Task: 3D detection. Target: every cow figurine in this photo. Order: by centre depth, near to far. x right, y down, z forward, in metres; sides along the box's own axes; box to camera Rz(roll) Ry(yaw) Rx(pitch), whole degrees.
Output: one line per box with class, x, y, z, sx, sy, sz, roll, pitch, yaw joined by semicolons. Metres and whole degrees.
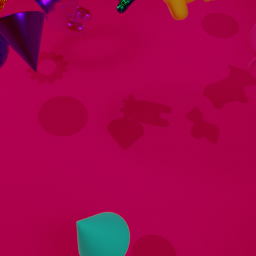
cow figurine;0.025;-2.240;4.341;0.529;0.964;0.948;41;61;-23
cow figurine;-1.483;-2.397;4.878;1.547;1.572;0.863;13;63;8
cow figurine;1.178;-3.076;5.305;1.568;0.860;1.542;-29;108;10

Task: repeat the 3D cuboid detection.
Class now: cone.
cone;-0.572;1.621;4.379;0.942;0.946;0.942;-13;51;16
cone;-1.732;-1.401;4.816;0.901;0.901;0.904;-17;102;-7

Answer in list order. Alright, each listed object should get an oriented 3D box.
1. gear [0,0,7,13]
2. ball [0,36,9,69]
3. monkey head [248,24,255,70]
gear;-3.359;-2.794;6.971;0.213;1.152;1.152;28;63;-31
ball;-3.096;-1.685;5.707;1.245;1.245;1.245;0;66;0
monkey head;2.939;-1.774;5.658;0.810;0.967;1.344;14;87;51
